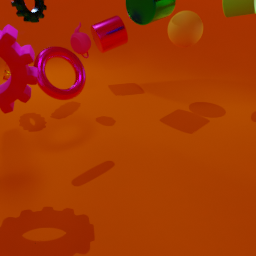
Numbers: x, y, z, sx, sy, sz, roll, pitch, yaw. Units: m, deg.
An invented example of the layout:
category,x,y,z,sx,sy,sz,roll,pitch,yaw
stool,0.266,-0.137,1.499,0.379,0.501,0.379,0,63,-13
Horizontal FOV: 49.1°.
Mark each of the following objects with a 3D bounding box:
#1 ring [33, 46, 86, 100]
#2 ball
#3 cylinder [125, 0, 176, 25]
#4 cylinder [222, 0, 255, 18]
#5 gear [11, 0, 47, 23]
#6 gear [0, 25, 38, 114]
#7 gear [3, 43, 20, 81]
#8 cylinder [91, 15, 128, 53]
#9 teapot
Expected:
category,x,y,z,sx,sy,sz,roll,pitch,yaw
ring,-1.599,-1.304,6.675,1.308,1.308,0.262,-26,7,-38
ball,1.999,-3.444,9.783,1.215,1.215,1.215,0,30,0
cylinder,0.726,-3.998,8.900,1.180,1.180,1.180,23,42,34
cylinder,3.616,-4.087,8.935,0.943,0.943,0.943,5,28,34
gear,-3.385,-4.374,9.620,0.261,1.411,1.411,8,30,26
gear,-2.568,-1.040,4.968,1.808,1.808,0.334,-7,42,-11
gear,-3.783,-2.130,9.075,0.234,1.265,1.265,14,24,-23
cylinder,-0.769,-3.856,11.551,1.177,1.177,1.177,-26,35,-10
teapot,-1.499,-2.803,9.058,0.712,1.145,0.561,11,37,39
